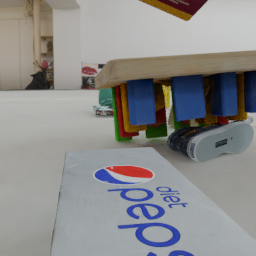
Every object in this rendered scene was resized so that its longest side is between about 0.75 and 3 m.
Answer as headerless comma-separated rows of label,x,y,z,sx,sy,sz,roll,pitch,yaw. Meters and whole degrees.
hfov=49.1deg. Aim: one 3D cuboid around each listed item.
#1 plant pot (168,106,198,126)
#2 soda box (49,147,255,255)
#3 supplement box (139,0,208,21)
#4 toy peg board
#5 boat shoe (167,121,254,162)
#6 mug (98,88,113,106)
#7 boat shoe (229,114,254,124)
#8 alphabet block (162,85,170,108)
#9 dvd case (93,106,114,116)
plant pot,1.764,-0.430,7.720,1.099,1.029,1.029,17,13,12
soda box,0.045,0.686,1.339,0.764,0.710,2.238,-2,10,-11
supplement box,1.125,-3.121,4.262,1.248,1.583,2.418,17,-16,-16
toy peg board,0.983,-0.446,5.155,2.903,1.420,2.891,-7,7,-10
boat shoe,1.473,0.150,4.934,1.607,0.568,0.729,-9,17,-33
mug,-0.593,-1.219,11.586,1.311,0.811,1.077,-17,-35,31
boat shoe,3.102,-0.177,7.740,1.038,0.374,0.356,4,30,-24
alphabet block,1.176,-1.588,13.478,1.271,1.241,1.248,7,14,42
dvd case,-0.277,-0.654,10.663,2.046,0.225,1.494,0,10,-10
